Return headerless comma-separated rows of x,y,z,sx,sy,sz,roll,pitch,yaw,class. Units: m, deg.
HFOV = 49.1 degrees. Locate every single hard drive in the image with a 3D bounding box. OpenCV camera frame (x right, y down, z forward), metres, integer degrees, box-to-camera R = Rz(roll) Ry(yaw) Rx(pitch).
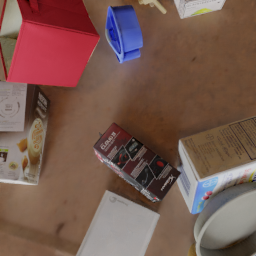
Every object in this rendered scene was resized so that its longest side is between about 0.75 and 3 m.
-0.375,3.222,7.691,1.677,0.339,2.542,23,76,6,hard drive

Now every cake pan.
2.804,2.417,7.050,2.651,2.651,0.486,-22,33,-6,cake pan

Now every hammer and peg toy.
0.522,-4.913,9.266,0.894,1.865,2.536,-10,75,21,hammer and peg toy

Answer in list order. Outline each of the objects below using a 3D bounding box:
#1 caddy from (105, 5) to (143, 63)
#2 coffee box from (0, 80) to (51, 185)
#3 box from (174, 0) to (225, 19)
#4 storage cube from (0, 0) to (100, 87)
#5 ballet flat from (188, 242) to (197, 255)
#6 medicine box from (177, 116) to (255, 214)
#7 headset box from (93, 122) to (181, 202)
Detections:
-0.219,-2.992,8.905,0.973,1.310,1.853,-13,74,-8,caddy
-3.080,0.181,7.905,1.066,1.529,2.674,4,75,2,coffee box
2.207,-5.317,9.785,1.571,0.810,2.693,-16,75,-4,box
-1.944,-2.143,6.598,1.719,1.912,1.634,-1,54,-35,storage cube
1.933,4.129,7.215,0.740,0.680,2.156,-3,76,6,ballet flat
2.555,0.993,7.237,2.342,2.134,1.206,-16,53,-4,medicine box
0.101,0.931,7.582,2.359,1.753,0.885,36,77,10,headset box
